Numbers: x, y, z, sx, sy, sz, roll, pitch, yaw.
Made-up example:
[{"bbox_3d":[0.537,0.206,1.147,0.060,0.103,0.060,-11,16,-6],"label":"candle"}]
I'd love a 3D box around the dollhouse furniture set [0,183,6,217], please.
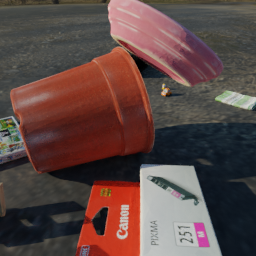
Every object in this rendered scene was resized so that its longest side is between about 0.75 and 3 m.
[{"bbox_3d":[-3.008,1.763,4.720,1.469,1.113,1.676,-5,7,-9],"label":"dollhouse furniture set"}]

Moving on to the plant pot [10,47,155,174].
[{"bbox_3d":[-1.133,-0.264,6.642,2.625,2.699,2.699,-18,33,-14],"label":"plant pot"}]

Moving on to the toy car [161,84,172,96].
[{"bbox_3d":[1.410,-1.523,10.997,0.418,0.283,0.852,-9,31,-16],"label":"toy car"}]

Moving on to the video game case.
[{"bbox_3d":[-3.846,0.406,7.567,2.010,0.243,2.205,-17,33,-28],"label":"video game case"}]

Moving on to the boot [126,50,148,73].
[{"bbox_3d":[0.653,-3.271,13.351,2.618,1.000,2.200,-13,27,-10],"label":"boot"}]

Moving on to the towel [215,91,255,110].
[{"bbox_3d":[4.028,-1.047,10.218,1.356,0.208,1.012,24,36,36],"label":"towel"}]

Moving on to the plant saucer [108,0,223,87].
[{"bbox_3d":[0.607,-1.538,5.422,2.470,0.626,2.470,32,8,-5],"label":"plant saucer"}]

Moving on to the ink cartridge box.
[{"bbox_3d":[0.284,1.522,5.074,2.192,0.550,2.526,2,25,1],"label":"ink cartridge box"}]
